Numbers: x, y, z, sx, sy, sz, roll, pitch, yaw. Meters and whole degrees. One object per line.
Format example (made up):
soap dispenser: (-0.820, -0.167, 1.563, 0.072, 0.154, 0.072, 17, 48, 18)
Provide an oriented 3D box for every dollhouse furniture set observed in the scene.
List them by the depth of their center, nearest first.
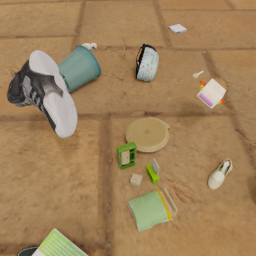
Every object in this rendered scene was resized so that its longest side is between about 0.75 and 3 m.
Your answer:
dollhouse furniture set: (0.492, 1.782, 9.144, 1.363, 1.053, 2.726, -16, 48, -14)

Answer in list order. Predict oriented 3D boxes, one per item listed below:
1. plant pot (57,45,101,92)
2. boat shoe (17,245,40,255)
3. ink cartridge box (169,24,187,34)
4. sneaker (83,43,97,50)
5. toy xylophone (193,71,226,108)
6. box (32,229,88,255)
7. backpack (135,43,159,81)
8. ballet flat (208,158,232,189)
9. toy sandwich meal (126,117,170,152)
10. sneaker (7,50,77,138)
plant pot: (-2.461, -2.654, 13.060, 1.749, 1.749, 1.713, 35, 64, 29)
boat shoe: (-2.169, 3.540, 7.779, 1.978, 0.597, 0.748, -1, 46, -1)
ink cartridge box: (3.060, -6.115, 17.285, 0.797, 0.162, 0.799, -20, 50, -18)
sneaker: (-2.169, -4.513, 15.665, 0.871, 0.330, 0.401, -11, 52, -9)
toy xylophone: (2.928, -1.417, 10.111, 1.410, 0.484, 1.925, 47, 30, 13)
box: (-1.938, 4.251, 6.710, 2.069, 0.521, 2.866, 32, 65, 18)
backpack: (0.912, -3.077, 13.647, 1.061, 1.398, 1.676, 10, 53, 4)
ballet flat: (3.244, 1.556, 9.775, 0.474, 0.474, 1.363, 30, 54, 26)
toy sandwich meal: (0.769, 0.295, 10.914, 1.846, 0.632, 1.846, -1, 50, 1)
sneaker: (-2.727, -0.812, 8.756, 1.671, 1.108, 2.936, -29, 75, 22)
